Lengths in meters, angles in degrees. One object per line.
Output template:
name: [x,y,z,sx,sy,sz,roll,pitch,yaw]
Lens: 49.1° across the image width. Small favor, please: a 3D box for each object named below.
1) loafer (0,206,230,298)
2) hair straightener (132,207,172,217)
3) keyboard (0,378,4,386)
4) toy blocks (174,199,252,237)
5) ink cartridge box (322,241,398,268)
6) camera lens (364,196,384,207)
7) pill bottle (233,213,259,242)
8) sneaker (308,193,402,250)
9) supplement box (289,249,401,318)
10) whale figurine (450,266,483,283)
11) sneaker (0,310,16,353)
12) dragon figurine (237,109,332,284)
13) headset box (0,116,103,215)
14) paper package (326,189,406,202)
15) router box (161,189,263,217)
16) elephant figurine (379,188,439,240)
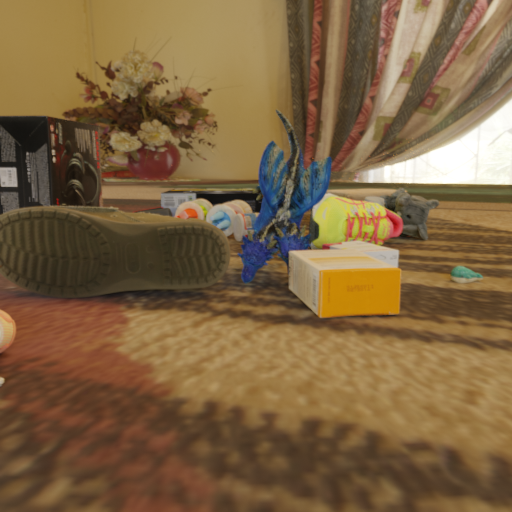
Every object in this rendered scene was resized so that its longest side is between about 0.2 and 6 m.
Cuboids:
loafer: [-1.952,-0.056,7.669,3.200,1.217,1.079,6,6,-2]
hair straightener: [-3.303,-0.990,14.942,2.400,0.491,0.923,-7,12,-37]
keyboard: [-3.604,0.930,4.552,3.154,0.168,0.888,4,10,19]
toy blocks: [-1.211,-0.898,13.507,1.819,0.792,2.182,3,10,13]
ink cartridge box: [1.630,0.059,8.884,0.755,0.434,1.041,-4,11,-25]
camera lens: [2.690,-1.028,12.891,0.476,0.595,0.476,3,21,-1]
pill bottle: [0.110,-0.642,12.477,1.140,0.640,0.640,-2,10,-22]
sneaker: [2.069,-0.659,11.301,1.286,1.113,2.847,15,18,35]
supplement box: [1.043,0.306,7.010,0.972,0.567,1.542,-2,10,-9]
whale figurine: [3.103,0.268,8.262,0.450,0.233,0.358,1,10,4]
sneaker: [-2.850,0.582,4.588,1.618,0.609,0.846,7,-6,-22]
dragon figurine: [0.533,-1.092,9.080,1.122,3.814,1.896,15,-22,-2]
headset box: [-5.215,-2.114,14.690,1.456,2.805,3.769,1,9,5]
paper package: [2.741,-1.276,15.077,1.967,1.018,1.875,-6,11,-26]
router box: [-1.126,-1.637,17.583,3.356,0.877,2.639,0,10,1]
elephant figurine: [3.522,-0.917,12.671,1.370,1.249,1.765,-18,8,-15]
